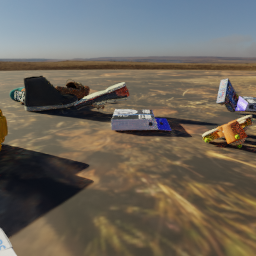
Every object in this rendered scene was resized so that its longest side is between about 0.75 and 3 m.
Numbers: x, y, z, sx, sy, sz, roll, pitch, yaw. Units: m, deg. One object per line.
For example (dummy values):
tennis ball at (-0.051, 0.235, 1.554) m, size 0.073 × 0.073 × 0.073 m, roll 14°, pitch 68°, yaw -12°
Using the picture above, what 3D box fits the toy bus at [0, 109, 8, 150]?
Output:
toy bus at (-3.338, 0.232, 5.127) m, size 1.029 × 0.856 × 2.629 m, roll 7°, pitch 16°, yaw 27°

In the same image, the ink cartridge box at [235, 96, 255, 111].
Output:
ink cartridge box at (4.859, -0.944, 10.885) m, size 1.660 × 0.360 × 1.645 m, roll 2°, pitch 15°, yaw 11°

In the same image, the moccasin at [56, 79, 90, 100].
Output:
moccasin at (-2.564, -1.787, 13.015) m, size 0.885 × 0.934 × 2.421 m, roll 8°, pitch 16°, yaw 28°

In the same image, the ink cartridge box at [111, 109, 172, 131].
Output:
ink cartridge box at (0.380, -0.259, 8.165) m, size 1.641 × 0.356 × 1.626 m, roll 1°, pitch 13°, yaw 1°

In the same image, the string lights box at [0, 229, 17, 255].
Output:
string lights box at (-1.626, 1.233, 1.983) m, size 1.526 × 0.450 × 0.784 m, roll -11°, pitch 18°, yaw -37°

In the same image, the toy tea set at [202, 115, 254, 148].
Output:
toy tea set at (2.509, 0.141, 6.576) m, size 1.571 × 0.581 × 0.934 m, roll -17°, pitch -8°, yaw -41°

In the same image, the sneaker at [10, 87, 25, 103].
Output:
sneaker at (-4.191, -1.329, 11.650) m, size 2.002 × 0.714 × 0.800 m, roll 6°, pitch 11°, yaw 17°

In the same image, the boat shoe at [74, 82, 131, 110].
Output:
boat shoe at (-0.911, -0.973, 9.818) m, size 2.009 × 0.628 × 0.715 m, roll -19°, pitch 20°, yaw 9°

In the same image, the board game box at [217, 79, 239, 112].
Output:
board game box at (3.471, -1.043, 9.817) m, size 0.301 × 0.975 × 0.974 m, roll -10°, pitch 39°, yaw 47°

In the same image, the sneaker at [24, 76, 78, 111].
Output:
sneaker at (-2.909, -1.419, 10.892) m, size 0.882 × 1.253 × 2.360 m, roll 10°, pitch 17°, yaw 36°
